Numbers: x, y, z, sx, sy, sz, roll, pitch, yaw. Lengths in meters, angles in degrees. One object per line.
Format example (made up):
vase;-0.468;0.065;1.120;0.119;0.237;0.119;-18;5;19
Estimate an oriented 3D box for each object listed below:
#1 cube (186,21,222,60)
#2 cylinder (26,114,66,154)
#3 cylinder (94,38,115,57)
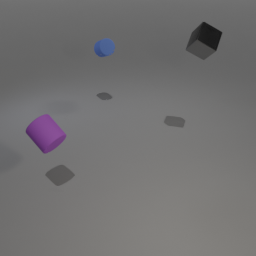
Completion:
cube;2.296;-2.627;8.495;0.700;0.700;0.700;25;-15;-11
cylinder;-1.989;0.144;6.822;0.700;0.700;0.700;48;43;6
cylinder;-1.004;-3.401;11.904;0.700;0.700;0.700;-15;14;-25
